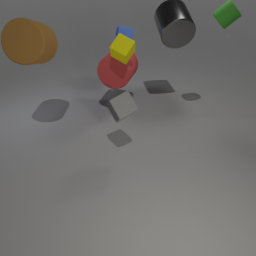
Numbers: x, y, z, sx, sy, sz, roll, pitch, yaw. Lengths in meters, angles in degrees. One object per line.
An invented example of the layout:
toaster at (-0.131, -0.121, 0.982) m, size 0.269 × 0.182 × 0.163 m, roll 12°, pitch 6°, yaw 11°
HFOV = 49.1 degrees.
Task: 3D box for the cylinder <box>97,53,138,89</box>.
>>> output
cylinder at (-0.406, -2.539, 11.779) m, size 1.400 × 1.400 × 1.400 m, roll 9°, pitch 32°, yaw 13°

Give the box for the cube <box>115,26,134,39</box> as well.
cube at (-0.188, -4.215, 12.856) m, size 0.700 × 0.700 × 0.700 m, roll 6°, pitch 8°, yaw -13°

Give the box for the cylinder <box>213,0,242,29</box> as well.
cylinder at (3.433, -3.934, 9.702) m, size 0.700 × 0.700 × 0.700 m, roll -35°, pitch 20°, yaw 28°

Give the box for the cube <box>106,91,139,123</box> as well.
cube at (-0.191, -0.670, 8.976) m, size 0.700 × 0.700 × 0.700 m, roll -30°, pitch 0°, yaw -14°

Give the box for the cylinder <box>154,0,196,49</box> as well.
cylinder at (1.880, -4.212, 11.345) m, size 1.400 × 1.400 × 1.400 m, roll -5°, pitch 55°, yaw -8°

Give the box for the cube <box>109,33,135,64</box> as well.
cube at (-0.199, -2.969, 10.520) m, size 0.700 × 0.700 × 0.700 m, roll 31°, pitch 80°, yaw 8°

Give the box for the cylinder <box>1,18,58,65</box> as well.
cylinder at (-3.197, -2.818, 9.249) m, size 1.400 × 1.400 × 1.400 m, roll 2°, pitch 15°, yaw 3°
